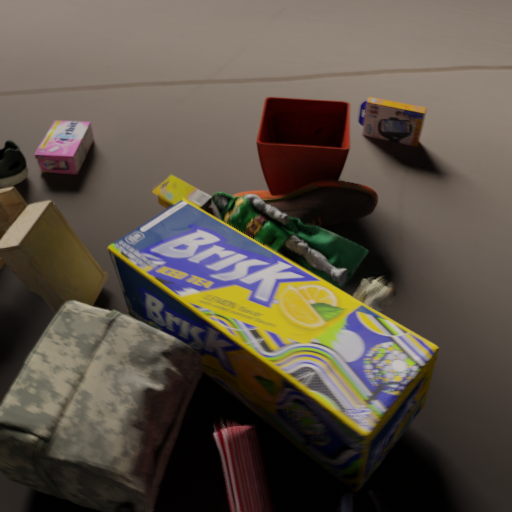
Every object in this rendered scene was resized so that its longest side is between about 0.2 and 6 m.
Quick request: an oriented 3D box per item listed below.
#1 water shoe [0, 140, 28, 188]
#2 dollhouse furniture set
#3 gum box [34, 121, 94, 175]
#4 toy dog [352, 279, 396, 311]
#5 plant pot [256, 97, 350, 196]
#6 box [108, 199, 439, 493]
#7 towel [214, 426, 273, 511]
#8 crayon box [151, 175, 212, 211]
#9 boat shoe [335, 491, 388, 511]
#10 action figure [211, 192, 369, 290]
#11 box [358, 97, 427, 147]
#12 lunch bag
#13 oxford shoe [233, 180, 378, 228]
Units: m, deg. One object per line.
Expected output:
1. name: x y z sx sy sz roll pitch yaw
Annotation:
1. water shoe: -5.976 -1.841 11.464 2.387 0.942 0.853 -13 46 -13
2. dollhouse furniture set: -4.168 0.283 9.261 2.705 1.760 2.485 -8 40 23
3. gum box: -4.207 -2.382 12.339 0.827 0.482 1.458 3 45 2
4. toy dog: 1.940 0.629 8.880 0.588 0.410 0.570 2 29 -37
5. plant pot: 0.933 -2.048 11.272 1.721 1.517 1.719 5 45 4
6. box: 0.017 0.989 8.006 4.701 1.511 1.647 30 53 32
7. towel: -0.109 2.517 6.314 0.180 1.601 1.158 -16 72 7
8. crayon box: -1.480 -1.146 11.140 1.026 0.261 0.651 31 55 17
9. boat shoe: 1.191 3.565 5.932 0.780 0.969 2.089 -5 44 -5
10. action figure: 0.250 -0.243 9.378 2.792 0.763 1.649 38 89 25
11. box: 3.041 -3.067 12.768 1.478 0.880 0.307 14 47 15
12. lunch bag: -1.881 1.964 7.088 1.954 1.623 2.330 12 47 10
13. oxford shoe: 0.849 -0.645 10.315 2.878 1.024 1.044 -9 52 4
